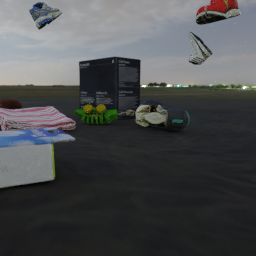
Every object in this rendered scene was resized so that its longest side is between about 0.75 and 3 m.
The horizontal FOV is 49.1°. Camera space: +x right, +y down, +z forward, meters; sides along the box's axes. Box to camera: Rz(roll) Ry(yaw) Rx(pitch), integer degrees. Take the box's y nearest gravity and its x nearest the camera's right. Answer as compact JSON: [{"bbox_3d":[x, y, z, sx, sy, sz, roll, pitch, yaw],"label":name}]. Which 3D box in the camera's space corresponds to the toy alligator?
[{"bbox_3d":[-0.838,-0.379,9.651,2.164,0.642,0.587,2,49,8],"label":"toy alligator"}]

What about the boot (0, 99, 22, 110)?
[{"bbox_3d":[-4.695,-0.657,10.706,2.362,0.809,2.223,8,11,43],"label":"boot"}]

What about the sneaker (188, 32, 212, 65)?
[{"bbox_3d":[2.515,-3.005,10.756,0.563,0.859,1.492,16,39,-40],"label":"sneaker"}]

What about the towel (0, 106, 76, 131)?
[{"bbox_3d":[-3.007,-0.382,8.889,1.995,0.408,2.726,-3,16,-29],"label":"towel"}]

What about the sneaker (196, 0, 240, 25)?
[{"bbox_3d":[1.873,-2.623,5.973,0.608,0.670,1.578,0,22,41],"label":"sneaker"}]

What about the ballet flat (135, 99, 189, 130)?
[{"bbox_3d":[0.775,-0.416,8.742,0.938,0.938,2.568,-4,11,-30],"label":"ballet flat"}]

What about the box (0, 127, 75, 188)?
[{"bbox_3d":[-2.039,0.378,3.708,2.391,0.570,1.458,-4,8,-26],"label":"box"}]

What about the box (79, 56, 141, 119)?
[{"bbox_3d":[-0.858,-1.747,12.403,1.425,2.492,2.737,-7,11,-42],"label":"box"}]

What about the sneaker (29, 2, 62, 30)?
[{"bbox_3d":[-2.806,-3.967,9.535,0.669,0.739,1.735,-28,23,19],"label":"sneaker"}]
